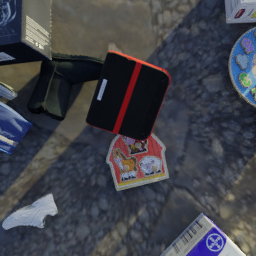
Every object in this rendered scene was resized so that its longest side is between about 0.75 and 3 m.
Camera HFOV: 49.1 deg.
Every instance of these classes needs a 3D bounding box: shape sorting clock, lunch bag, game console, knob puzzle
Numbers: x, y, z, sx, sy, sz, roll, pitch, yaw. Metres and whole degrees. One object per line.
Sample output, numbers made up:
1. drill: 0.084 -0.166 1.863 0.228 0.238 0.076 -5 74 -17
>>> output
1. shape sorting clock: 3.904 -1.615 7.361 2.453 0.481 2.453 0 85 0
2. lunch bag: -3.234 -0.094 6.698 1.128 1.660 1.098 31 81 33
3. game console: 0.024 -0.731 6.961 1.709 0.300 1.933 19 101 -4
4. knob puzzle: 0.206 0.680 7.261 1.771 0.246 1.771 0 84 0

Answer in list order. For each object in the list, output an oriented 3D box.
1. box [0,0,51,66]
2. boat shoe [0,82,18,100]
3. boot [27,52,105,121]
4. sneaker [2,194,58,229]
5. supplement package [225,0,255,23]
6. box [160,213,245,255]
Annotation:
1. box: -3.176 -2.742 6.827 2.332 1.214 2.123 -3 83 15
2. boat shoe: -3.667 -1.038 7.266 1.693 0.624 0.543 21 91 6
3. boot: -1.461 -0.984 7.137 2.008 0.767 1.687 10 81 8
4. sneaker: -2.416 2.250 6.978 1.409 0.549 0.700 -27 89 -2
5. supplement package: 3.590 -3.658 7.267 1.869 1.036 1.455 -2 84 1
6. box: 1.941 3.719 6.454 2.422 1.271 2.228 45 87 3
